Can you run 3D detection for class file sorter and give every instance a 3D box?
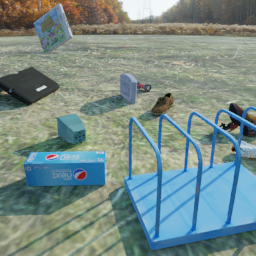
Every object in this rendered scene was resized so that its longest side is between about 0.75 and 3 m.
[{"bbox_3d":[1.531,0.707,5.441,2.879,1.766,1.998,-6,23,-13],"label":"file sorter"}]

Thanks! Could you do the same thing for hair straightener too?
[{"bbox_3d":[3.204,-0.018,9.253,1.058,0.217,0.407,-23,31,-34],"label":"hair straightener"}]

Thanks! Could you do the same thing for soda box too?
[{"bbox_3d":[-1.391,0.923,6.408,1.768,0.600,0.567,-1,23,-1],"label":"soda box"}]

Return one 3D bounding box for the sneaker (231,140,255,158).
[{"bbox_3d":[3.250,0.682,7.413,0.448,0.385,1.058,-38,37,-28],"label":"sneaker"}]

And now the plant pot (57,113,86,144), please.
[{"bbox_3d":[-1.656,0.062,8.475,0.640,0.641,0.906,-16,32,-32],"label":"plant pot"}]

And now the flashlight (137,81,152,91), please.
[{"bbox_3d":[0.710,-2.105,13.950,0.371,0.370,1.092,-8,25,-34],"label":"flashlight"}]

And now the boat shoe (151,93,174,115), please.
[{"bbox_3d":[1.338,-0.976,10.983,0.605,0.572,1.681,10,25,22],"label":"boat shoe"}]

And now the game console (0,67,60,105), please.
[{"bbox_3d":[-5.122,-1.668,13.025,2.613,1.729,2.971,32,27,-1],"label":"game console"}]

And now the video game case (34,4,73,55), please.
[{"bbox_3d":[-2.336,-3.034,8.671,1.198,1.091,0.132,-21,-3,30],"label":"video game case"}]

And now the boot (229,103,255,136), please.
[{"bbox_3d":[4.216,-0.366,9.202,1.479,0.507,1.393,-7,42,-16],"label":"boot"}]

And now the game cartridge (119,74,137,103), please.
[{"bbox_3d":[0.005,-1.816,12.357,0.325,1.071,1.606,-8,25,-18],"label":"game cartridge"}]
